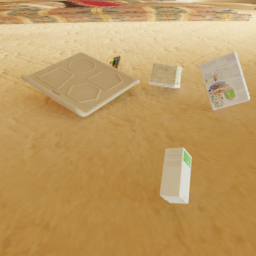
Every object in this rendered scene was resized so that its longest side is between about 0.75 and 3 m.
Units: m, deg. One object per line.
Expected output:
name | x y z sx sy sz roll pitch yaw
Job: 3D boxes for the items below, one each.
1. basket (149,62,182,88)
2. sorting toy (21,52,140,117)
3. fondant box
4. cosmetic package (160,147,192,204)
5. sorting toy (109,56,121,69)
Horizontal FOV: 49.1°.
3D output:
basket | 1.325 -1.797 9.633 0.941 0.757 0.933 13 13 19
sorting toy | -1.474 -1.481 9.121 2.702 0.533 2.920 31 43 25
fondant box | 2.768 -1.335 8.042 1.023 1.418 0.413 -16 3 29
cosmetic package | 0.855 0.840 4.949 0.373 0.473 0.879 -7 60 30
sorting toy | -0.574 -2.387 10.832 0.130 0.721 0.968 9 2 -27
